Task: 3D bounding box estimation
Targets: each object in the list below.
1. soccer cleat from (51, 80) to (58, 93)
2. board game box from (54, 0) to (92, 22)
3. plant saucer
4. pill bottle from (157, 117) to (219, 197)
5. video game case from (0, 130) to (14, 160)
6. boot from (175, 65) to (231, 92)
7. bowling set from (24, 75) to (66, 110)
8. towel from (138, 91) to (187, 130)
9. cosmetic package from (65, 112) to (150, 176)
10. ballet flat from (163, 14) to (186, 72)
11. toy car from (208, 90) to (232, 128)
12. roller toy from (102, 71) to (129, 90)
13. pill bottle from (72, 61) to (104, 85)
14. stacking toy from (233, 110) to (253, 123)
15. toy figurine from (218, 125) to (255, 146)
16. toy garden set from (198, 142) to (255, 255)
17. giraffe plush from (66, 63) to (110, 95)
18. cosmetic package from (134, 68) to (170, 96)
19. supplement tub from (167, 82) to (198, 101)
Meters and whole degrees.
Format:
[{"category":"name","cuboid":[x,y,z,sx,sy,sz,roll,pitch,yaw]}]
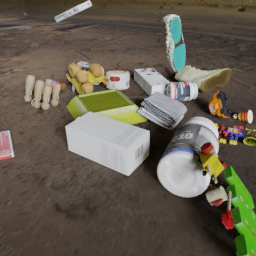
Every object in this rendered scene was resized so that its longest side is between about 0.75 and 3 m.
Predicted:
[{"category":"soccer cleat","cuboid":[-4.116,-2.192,15.113,0.600,0.523,1.569,4,28,-10]},{"category":"board game box","cuboid":[-2.128,-4.512,10.850,1.325,0.229,0.836,-6,31,37]},{"category":"plant saucer","cuboid":[-1.038,-0.967,12.713,2.974,0.712,2.970,-13,32,-22]},{"category":"pill bottle","cuboid":[2.016,0.764,8.855,1.527,1.527,2.684,12,31,20]},{"category":"video game case","cuboid":[-5.491,0.806,10.124,2.451,0.214,1.753,-13,32,-21]},{"category":"boot","cuboid":[4.324,-3.005,16.003,2.821,1.017,2.182,-24,37,-32]},{"category":"bowling set","cuboid":[-3.798,-1.591,13.598,1.753,1.352,2.519,0,22,-40]},{"category":"towel","cuboid":[1.505,-0.831,12.020,1.762,0.754,1.459,32,40,13]},{"category":"cosmetic package","cuboid":[-0.723,0.441,9.830,2.656,1.127,1.429,18,36,30]},{"category":"ballet flat","cuboid":[1.345,-2.533,8.302,0.618,1.723,0.618,-9,38,7]},{"category":"toy car","cuboid":[3.542,-0.740,11.935,0.880,1.297,2.644,-18,6,41]},{"category":"roller toy","cuboid":[-0.581,-2.554,15.204,1.411,0.986,1.287,-10,21,-27]},{"category":"pill bottle","cuboid":[-2.493,-3.270,16.351,2.095,1.113,1.113,21,36,33]},{"category":"stacking toy","cuboid":[4.988,-0.487,12.247,0.788,0.575,0.575,-1,23,40]},{"category":"toy figurine","cuboid":[4.208,0.131,10.822,1.461,0.771,0.875,7,25,11]},{"category":"toy garden set","cuboid":[2.366,1.880,6.622,0.564,2.357,2.827,-30,19,26]},{"category":"giraffe plush","cuboid":[-1.925,-2.572,14.327,1.776,1.890,2.190,-31,8,-22]},{"category":"cosmetic package","cuboid":[1.324,-2.579,15.528,1.181,0.725,2.862,-10,31,-15]},{"category":"supplement tub","cuboid":[2.685,-1.821,13.966,1.359,0.954,0.954,-4,30,-7]}]
